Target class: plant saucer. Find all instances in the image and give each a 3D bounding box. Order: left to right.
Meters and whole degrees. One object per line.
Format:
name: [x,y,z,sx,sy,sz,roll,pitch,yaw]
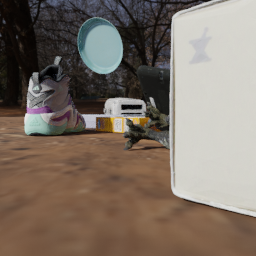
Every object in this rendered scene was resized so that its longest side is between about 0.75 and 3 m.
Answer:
plant saucer: [-0.801,-2.442,8.370,1.624,1.624,0.222,2,24,33]

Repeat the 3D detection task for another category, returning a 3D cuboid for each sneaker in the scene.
sneaker: [-1.557,-0.751,6.447,0.954,1.716,2.453,0,3,3]

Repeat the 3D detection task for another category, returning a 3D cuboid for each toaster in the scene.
toaster: [-0.013,-0.789,13.039,2.110,1.199,1.363,1,6,-18]

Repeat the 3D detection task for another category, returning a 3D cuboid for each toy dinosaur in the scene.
toy dinosaur: [0.709,-0.014,3.527,1.253,0.675,2.843,4,-1,19]

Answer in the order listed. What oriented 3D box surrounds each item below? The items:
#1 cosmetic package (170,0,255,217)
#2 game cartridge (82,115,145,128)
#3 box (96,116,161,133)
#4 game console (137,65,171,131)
cosmetic package: [1.300,-0.132,1.834,1.116,0.942,2.159,3,4,42]
game cartridge: [-0.730,-0.226,9.009,2.462,0.498,1.641,2,0,38]
box: [0.097,-0.100,6.783,1.182,0.412,1.985,-2,6,-37]
game console: [0.917,-0.503,4.063,1.169,0.774,1.329,17,-31,33]
